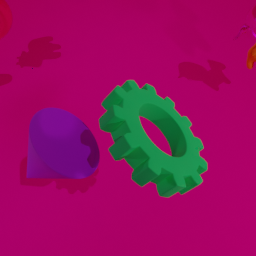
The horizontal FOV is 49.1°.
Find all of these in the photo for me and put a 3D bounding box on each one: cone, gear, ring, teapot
[{"bbox_3d":[-0.983,0.392,3.362,0.919,0.922,0.919,34,34,-28],"label":"cone"},{"bbox_3d":[0.291,0.072,2.882,1.253,0.232,1.253,29,38,-26],"label":"gear"},{"bbox_3d":[-3.081,-2.070,5.294,1.699,1.699,0.340,-17,77,-10],"label":"ring"},{"bbox_3d":[2.997,-2.307,6.174,1.378,0.857,0.675,-14,39,34],"label":"teapot"}]

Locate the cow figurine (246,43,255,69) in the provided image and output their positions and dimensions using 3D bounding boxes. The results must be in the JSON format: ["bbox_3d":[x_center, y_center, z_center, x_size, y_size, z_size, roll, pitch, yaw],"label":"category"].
[{"bbox_3d":[3.359,-2.078,6.965,1.063,1.046,0.583,-31,34,-32],"label":"cow figurine"}]
